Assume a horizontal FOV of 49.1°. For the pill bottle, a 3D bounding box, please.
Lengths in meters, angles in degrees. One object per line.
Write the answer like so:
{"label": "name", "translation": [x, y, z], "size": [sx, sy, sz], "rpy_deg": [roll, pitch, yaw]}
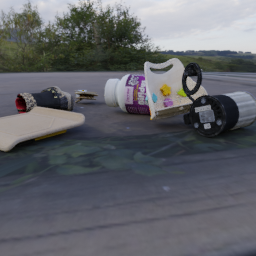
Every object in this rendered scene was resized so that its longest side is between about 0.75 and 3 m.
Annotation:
{"label": "pill bottle", "translation": [0.559, -1.367, 11.337], "size": [2.819, 1.583, 1.583], "rpy_deg": [4, 15, 18]}

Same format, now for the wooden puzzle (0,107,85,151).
{"label": "wooden puzzle", "translation": [-3.069, -0.006, 8.342], "size": [2.548, 0.513, 2.755], "rpy_deg": [10, 22, 33]}

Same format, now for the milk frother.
{"label": "milk frother", "translation": [2.751, -0.956, 8.664], "size": [1.956, 2.079, 1.877], "rpy_deg": [-11, 19, -39]}

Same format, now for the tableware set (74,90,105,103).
{"label": "tableware set", "translation": [-1.352, -1.430, 13.901], "size": [2.573, 0.516, 1.701], "rpy_deg": [5, 2, -6]}

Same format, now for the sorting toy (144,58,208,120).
{"label": "sorting toy", "translation": [1.358, -1.383, 9.429], "size": [2.154, 1.939, 1.151], "rpy_deg": [-12, -5, -21]}

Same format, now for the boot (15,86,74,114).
{"label": "boot", "translation": [-3.764, -1.179, 11.984], "size": [2.013, 0.978, 2.673], "rpy_deg": [-10, 23, -38]}

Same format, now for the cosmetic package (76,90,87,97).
{"label": "cosmetic package", "translation": [-2.696, -1.979, 16.275], "size": [0.527, 0.384, 1.036], "rpy_deg": [-1, 15, -4]}
